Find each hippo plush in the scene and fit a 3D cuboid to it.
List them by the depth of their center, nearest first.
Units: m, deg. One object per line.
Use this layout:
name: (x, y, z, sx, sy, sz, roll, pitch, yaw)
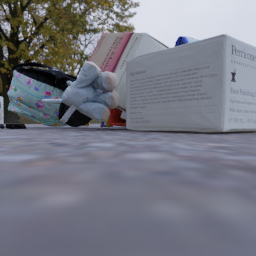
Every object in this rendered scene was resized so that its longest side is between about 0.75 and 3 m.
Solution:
hippo plush: (-0.713, -0.566, 5.095, 1.205, 0.960, 0.969, -42, 11, 1)

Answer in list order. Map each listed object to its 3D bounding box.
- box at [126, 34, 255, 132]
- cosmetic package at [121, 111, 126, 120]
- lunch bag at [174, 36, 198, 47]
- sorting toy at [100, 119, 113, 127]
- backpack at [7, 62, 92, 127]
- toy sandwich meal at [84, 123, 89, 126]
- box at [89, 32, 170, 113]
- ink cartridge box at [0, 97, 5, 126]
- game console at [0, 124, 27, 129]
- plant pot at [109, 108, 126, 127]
box: (1.166, -0.529, 4.329, 1.753, 1.152, 1.762, -1, 1, -40)
cosmetic package: (0.570, -1.075, 8.059, 0.752, 2.031, 1.033, 20, 3, 17)
lunch bag: (2.079, -1.178, 7.617, 2.000, 2.352, 1.499, -2, 2, -37)
sorting toy: (-0.757, -0.192, 9.821, 0.324, 0.322, 0.934, 0, 0, 15)
backpack: (-2.209, -0.905, 7.935, 2.464, 1.559, 2.056, 20, 5, 15)
toy sandwich meal: (-1.626, -0.550, 10.591, 0.391, 1.143, 1.143, 1, 1, -10)
box: (0.000, -1.186, 6.293, 1.274, 1.495, 2.338, 25, 5, -29)
ink cartridge box: (-4.373, -0.475, 7.548, 1.629, 0.936, 2.782, -1, 1, -13)
game console: (-2.834, -0.035, 6.267, 1.027, 0.124, 0.606, 1, 0, -33)
plant pot: (0.945, -1.091, 9.729, 2.416, 2.414, 2.129, 0, -9, 22)
